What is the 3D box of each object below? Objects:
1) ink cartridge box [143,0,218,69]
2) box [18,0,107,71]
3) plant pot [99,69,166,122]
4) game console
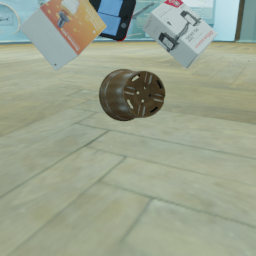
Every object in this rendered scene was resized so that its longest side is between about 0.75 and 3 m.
[{"bbox_3d":[1.746,-3.188,9.268,2.018,0.841,1.465,42,60,2],"label":"ink cartridge box"},{"bbox_3d":[-1.253,-2.045,5.667,0.746,1.068,1.403,-19,31,38],"label":"box"},{"bbox_3d":[0.094,-0.535,4.589,0.940,0.940,0.930,-8,9,-20],"label":"plant pot"},{"bbox_3d":[-0.578,-3.227,8.070,1.427,1.262,0.222,18,6,12],"label":"game console"}]
